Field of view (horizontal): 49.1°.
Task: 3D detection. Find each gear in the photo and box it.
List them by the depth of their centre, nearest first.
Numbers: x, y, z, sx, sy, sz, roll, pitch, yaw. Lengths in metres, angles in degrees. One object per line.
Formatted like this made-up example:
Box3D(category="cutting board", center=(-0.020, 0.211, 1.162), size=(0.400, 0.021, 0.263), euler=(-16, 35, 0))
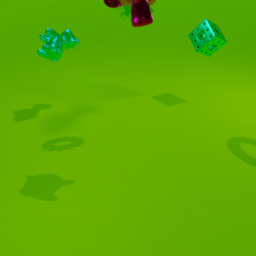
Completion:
Box3D(category="gear", center=(0.126, -2.942, 6.348), size=(1.068, 1.068, 0.197), euler=(-19, 11, -29))

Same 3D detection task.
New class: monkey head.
Box3D(category="monkey head", center=(0.214, -2.183, 4.661), size=(1.429, 1.028, 0.861), euler=(-7, 11, 13))

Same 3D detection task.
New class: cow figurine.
Box3D(category="cow figurine", center=(-2.157, -2.607, 8.906), size=(1.288, 1.309, 0.719), euler=(21, -29, -41))

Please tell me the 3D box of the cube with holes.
Box3D(category="cube with holes", center=(2.790, -3.133, 9.829), size=(0.817, 0.817, 0.817), euler=(4, 58, -43))
